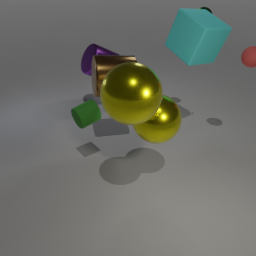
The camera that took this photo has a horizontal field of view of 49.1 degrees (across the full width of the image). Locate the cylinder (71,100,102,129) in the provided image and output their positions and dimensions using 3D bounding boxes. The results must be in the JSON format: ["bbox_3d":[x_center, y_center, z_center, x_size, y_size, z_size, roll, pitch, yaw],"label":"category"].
[{"bbox_3d":[-1.300,-0.433,8.735,0.700,0.700,0.700,-30,39,-25],"label":"cylinder"}]

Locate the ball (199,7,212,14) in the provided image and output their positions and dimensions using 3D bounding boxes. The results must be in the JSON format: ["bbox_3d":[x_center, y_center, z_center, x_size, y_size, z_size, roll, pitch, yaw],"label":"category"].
[{"bbox_3d":[2.858,-4.236,10.665,0.700,0.700,0.700,0,29,0],"label":"ball"}]

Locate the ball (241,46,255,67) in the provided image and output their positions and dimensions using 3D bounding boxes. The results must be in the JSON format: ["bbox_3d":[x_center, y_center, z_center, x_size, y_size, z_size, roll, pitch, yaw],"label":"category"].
[{"bbox_3d":[4.186,-2.397,9.435,0.700,0.700,0.700,0,29,0],"label":"ball"}]

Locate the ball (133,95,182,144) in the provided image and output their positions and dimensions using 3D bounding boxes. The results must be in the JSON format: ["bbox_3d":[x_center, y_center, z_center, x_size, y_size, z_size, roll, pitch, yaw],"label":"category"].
[{"bbox_3d":[0.808,-0.261,7.922,1.400,1.400,1.400,0,29,0],"label":"ball"}]

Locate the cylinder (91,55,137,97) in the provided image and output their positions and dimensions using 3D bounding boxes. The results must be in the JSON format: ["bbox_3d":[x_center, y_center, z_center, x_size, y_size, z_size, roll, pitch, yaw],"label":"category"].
[{"bbox_3d":[-0.481,-1.775,9.613,1.400,1.400,1.400,-3,28,-14],"label":"cylinder"}]

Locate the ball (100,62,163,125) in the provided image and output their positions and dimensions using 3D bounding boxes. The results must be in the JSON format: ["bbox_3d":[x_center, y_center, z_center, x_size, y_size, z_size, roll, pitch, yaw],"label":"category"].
[{"bbox_3d":[0.078,-0.763,6.291,1.400,1.400,1.400,0,29,0],"label":"ball"}]

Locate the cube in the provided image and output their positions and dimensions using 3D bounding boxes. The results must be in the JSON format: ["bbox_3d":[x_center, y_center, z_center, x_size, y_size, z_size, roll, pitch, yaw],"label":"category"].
[{"bbox_3d":[2.433,-3.209,9.866,1.400,1.400,1.400,-15,53,-34],"label":"cube"}]

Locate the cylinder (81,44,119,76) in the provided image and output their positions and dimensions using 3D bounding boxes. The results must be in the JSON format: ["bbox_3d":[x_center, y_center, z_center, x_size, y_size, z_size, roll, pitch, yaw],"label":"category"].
[{"bbox_3d":[-1.220,-2.957,12.841,1.400,1.400,1.400,13,17,-37],"label":"cylinder"}]
